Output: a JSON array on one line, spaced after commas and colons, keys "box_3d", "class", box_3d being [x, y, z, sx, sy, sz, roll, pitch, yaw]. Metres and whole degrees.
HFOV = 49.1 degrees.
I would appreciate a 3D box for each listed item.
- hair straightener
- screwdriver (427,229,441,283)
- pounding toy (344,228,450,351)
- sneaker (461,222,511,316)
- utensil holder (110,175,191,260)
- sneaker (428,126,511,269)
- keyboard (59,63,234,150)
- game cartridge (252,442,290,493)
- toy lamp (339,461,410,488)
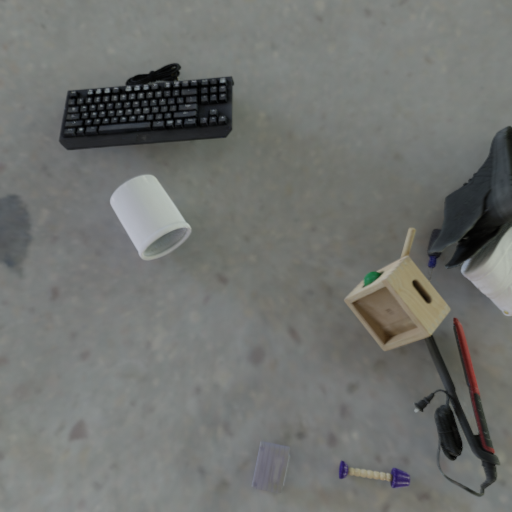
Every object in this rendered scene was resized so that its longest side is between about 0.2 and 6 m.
[{"box_3d": [3.503, 2.772, 10.175, 1.207, 0.642, 3.136, -15, 81, 14], "class": "hair straightener"}, {"box_3d": [3.350, 0.377, 10.844, 0.265, 0.276, 1.898, 15, 81, 1], "class": "screwdriver"}, {"box_3d": [2.520, 0.615, 9.927, 1.108, 1.434, 1.558, -38, 90, -35], "class": "pounding toy"}, {"box_3d": [5.137, -0.039, 10.707, 1.487, 0.948, 2.573, 46, 73, -8], "class": "sneaker"}, {"box_3d": [-2.034, -0.733, 10.683, 1.092, 1.092, 1.285, -33, 77, -7], "class": "utensil holder"}, {"box_3d": [4.272, -1.191, 10.686, 0.942, 1.635, 3.135, 42, 44, -19], "class": "sneaker"}, {"box_3d": [-2.164, -3.122, 11.257, 3.430, 0.440, 2.059, -3, 59, 5], "class": "keyboard"}, {"box_3d": [0.272, 3.768, 9.979, 0.558, 0.165, 0.861, 11, 98, -3], "class": "game cartridge"}, {"box_3d": [2.111, 3.899, 9.985, 1.230, 0.358, 0.358, 10, 77, 3], "class": "toy lamp"}]
